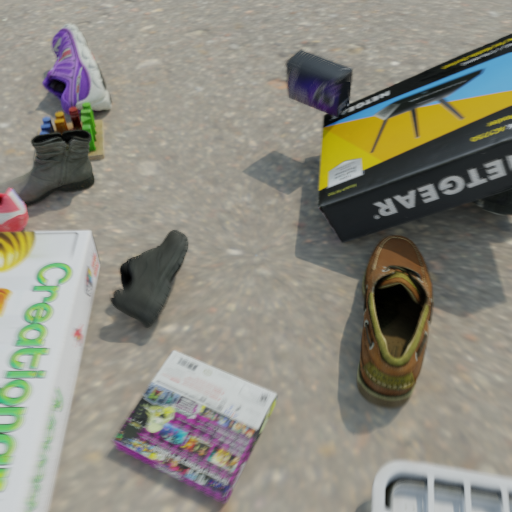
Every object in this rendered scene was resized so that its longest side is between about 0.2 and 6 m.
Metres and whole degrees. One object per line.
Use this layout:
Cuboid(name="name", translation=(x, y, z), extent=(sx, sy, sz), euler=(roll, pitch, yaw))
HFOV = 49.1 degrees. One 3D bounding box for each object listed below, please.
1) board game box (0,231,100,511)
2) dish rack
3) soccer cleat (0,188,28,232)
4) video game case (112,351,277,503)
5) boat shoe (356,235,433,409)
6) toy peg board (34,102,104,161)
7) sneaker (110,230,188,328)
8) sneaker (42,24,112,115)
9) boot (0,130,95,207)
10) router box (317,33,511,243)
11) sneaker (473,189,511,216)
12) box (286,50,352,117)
Cuboid(name="board game box", translation=(-3.955, 1.690, 6.816), extent=(3.225, 0.884, 5.109), euler=(-1, 45, -3))
Cuboid(name="dish rack", translation=(2.079, 3.316, 5.467), extent=(1.996, 0.506, 2.326), euler=(8, 45, 7))
Cuboid(name="soccer cleat", translation=(-5.002, -0.737, 9.298), extent=(2.325, 0.889, 0.776), euler=(0, 45, -1))
Cuboid(name="video game case", translation=(-0.720, 2.026, 6.890), extent=(1.553, 0.278, 1.407), euler=(19, 51, 18))
Cuboid(name="boat shoe", translation=(2.036, 0.616, 7.835), extent=(1.066, 1.007, 2.963), euler=(7, 45, 7))
Cuboid(name="toy peg board", translation=(-3.790, -2.504, 11.259), extent=(1.329, 0.653, 1.334), euler=(-8, 45, -9))
Cuboid(name="sneaker", translation=(-1.566, 0.181, 8.356), extent=(0.821, 0.687, 1.809), euler=(26, 42, -9))
Cuboid(name="sneaker", translation=(-4.279, -4.229, 12.674), extent=(1.263, 1.221, 3.027), euler=(-21, 49, -13))
Cuboid(name="boot", translation=(-3.804, -1.614, 9.864), extent=(1.887, 1.233, 0.639), euler=(-19, 56, -21))
Cuboid(name="router box", translation=(2.992, -2.013, 9.310), extent=(3.858, 0.985, 2.878), euler=(-19, 39, 25))
Cuboid(name="sneaker", translation=(4.548, -2.100, 10.395), extent=(1.466, 1.290, 3.465), euler=(1, 48, -7))
Cuboid(name="box", translation=(1.143, -3.165, 10.285), extent=(1.152, 0.813, 0.454), euler=(31, 58, 27))
